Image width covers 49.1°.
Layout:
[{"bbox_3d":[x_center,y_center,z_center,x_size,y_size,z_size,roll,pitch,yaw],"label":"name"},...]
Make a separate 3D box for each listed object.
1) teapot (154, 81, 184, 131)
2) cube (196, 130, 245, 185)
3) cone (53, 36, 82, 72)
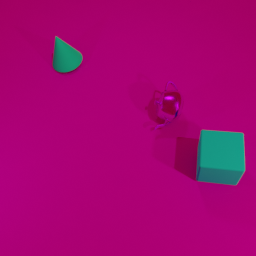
[{"bbox_3d":[1.059,-0.568,7.632,0.726,0.921,1.482,13,81,-6],"label":"teapot"},{"bbox_3d":[2.190,0.718,6.736,0.968,0.968,0.968,4,61,11],"label":"cube"},{"bbox_3d":[-2.021,-2.409,8.561,0.991,0.995,0.991,-5,57,8],"label":"cone"}]
